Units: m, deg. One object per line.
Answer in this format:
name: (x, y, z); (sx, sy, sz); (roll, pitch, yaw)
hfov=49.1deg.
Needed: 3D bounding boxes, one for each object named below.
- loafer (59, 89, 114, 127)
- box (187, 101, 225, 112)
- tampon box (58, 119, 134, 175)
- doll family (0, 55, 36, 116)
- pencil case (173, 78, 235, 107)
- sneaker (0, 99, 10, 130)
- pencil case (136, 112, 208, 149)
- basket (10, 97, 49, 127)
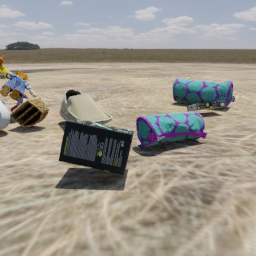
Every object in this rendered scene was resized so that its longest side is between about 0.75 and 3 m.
loafer: (-1.255, -0.469, 7.702); (0.960, 0.866, 2.537); (-16, 27, -33)
box: (2.662, -0.742, 9.587); (1.114, 0.193, 0.613); (-7, -2, -19)
tampon box: (-0.512, 0.295, 4.863); (1.102, 0.696, 0.826); (12, 4, 3)
doll family: (-3.913, -1.548, 9.062); (2.743, 1.236, 1.703); (32, 15, -24)
pencil case: (2.946, -1.449, 11.079); (2.363, 1.006, 1.092); (11, 63, 35)
sneaker: (-4.069, -0.656, 8.297); (2.993, 1.106, 1.226); (20, 20, 37)
pencil case: (1.002, 0.022, 6.506); (1.673, 0.712, 0.773); (-6, 37, -31)
basket: (-2.745, -0.378, 7.858); (0.858, 0.612, 0.639); (-32, 2, 20)
